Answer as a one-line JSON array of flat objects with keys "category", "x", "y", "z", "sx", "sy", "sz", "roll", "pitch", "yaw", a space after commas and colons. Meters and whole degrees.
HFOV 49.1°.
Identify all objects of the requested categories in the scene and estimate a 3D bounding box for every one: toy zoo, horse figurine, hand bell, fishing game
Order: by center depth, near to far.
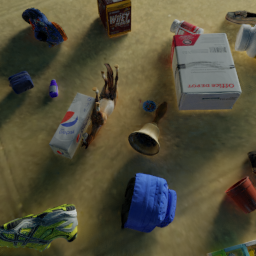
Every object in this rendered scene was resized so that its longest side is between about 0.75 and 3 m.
[{"category": "toy zoo", "x": 3.421, "y": 3.931, "z": 7.783, "sx": 2.090, "sy": 0.214, "sz": 1.371, "roll": -12, "pitch": 62, "yaw": -6}, {"category": "horse figurine", "x": -0.849, "y": -0.932, "z": 9.680, "sx": 0.742, "sy": 1.969, "sz": 2.971, "roll": 12, "pitch": 50, "yaw": 5}, {"category": "hand bell", "x": 0.963, "y": -0.178, "z": 9.738, "sx": 1.121, "sy": 1.121, "sz": 2.153, "roll": 23, "pitch": 52, "yaw": 12}, {"category": "fishing game", "x": 0.788, "y": -0.823, "z": 10.397, "sx": 0.760, "sy": 0.118, "sz": 0.544, "roll": 11, "pitch": 60, "yaw": 6}]

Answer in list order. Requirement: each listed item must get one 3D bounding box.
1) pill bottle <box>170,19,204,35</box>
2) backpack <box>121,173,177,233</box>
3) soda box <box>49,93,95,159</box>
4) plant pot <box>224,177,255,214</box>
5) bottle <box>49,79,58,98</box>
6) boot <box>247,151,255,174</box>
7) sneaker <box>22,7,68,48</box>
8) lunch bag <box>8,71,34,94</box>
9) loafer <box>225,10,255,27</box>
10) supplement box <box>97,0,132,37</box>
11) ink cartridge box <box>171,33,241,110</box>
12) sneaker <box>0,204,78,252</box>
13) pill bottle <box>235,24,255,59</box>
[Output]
[{"category": "pill bottle", "x": 2.451, "y": -4.052, "z": 11.784, "sx": 1.286, "sy": 0.722, "sz": 0.722, "roll": 32, "pitch": 66, "yaw": 16}, {"category": "backpack", "x": 0.599, "y": 2.071, "z": 7.876, "sx": 1.514, "sy": 1.804, "sz": 1.466, "roll": 6, "pitch": 61, "yaw": 3}, {"category": "soda box", "x": -1.839, "y": -0.103, "z": 9.648, "sx": 0.696, "sy": 0.749, "sz": 2.193, "roll": 18, "pitch": 64, "yaw": 10}, {"category": "plant pot", "x": 3.551, "y": 2.065, "z": 8.486, "sx": 0.865, "sy": 0.865, "sz": 0.841, "roll": -31, "pitch": 74, "yaw": -15}, {"category": "bottle", "x": -2.844, "y": -1.524, "z": 10.694, "sx": 0.314, "sy": 0.246, "sz": 0.752, "roll": -10, "pitch": 62, "yaw": -3}, {"category": "boot", "x": 4.490, "y": 1.131, "z": 9.203, "sx": 0.985, "sy": 0.360, "sz": 0.741, "roll": 0, "pitch": 61, "yaw": 4}, {"category": "sneaker", "x": -3.702, "y": -4.233, "z": 11.814, "sx": 2.423, "sy": 0.913, "sz": 0.950, "roll": 36, "pitch": 73, "yaw": 20}, {"category": "lunch bag", "x": -4.087, "y": -1.731, "z": 10.616, "sx": 0.853, "sy": 0.579, "sz": 0.564, "roll": -25, "pitch": 64, "yaw": -11}, {"category": "loafer", "x": 5.291, "y": -4.903, "z": 12.306, "sx": 1.887, "sy": 0.593, "sz": 0.678, "roll": 16, "pitch": 63, "yaw": 8}, {"category": "supplement box", "x": -0.597, "y": -5.031, "z": 11.841, "sx": 1.028, "sy": 1.527, "sz": 1.548, "roll": -19, "pitch": 63, "yaw": -10}, {"category": "ink cartridge box", "x": 2.774, "y": -2.094, "z": 10.454, "sx": 2.054, "sy": 1.179, "sz": 2.829, "roll": -1, "pitch": 62, "yaw": 0}, {"category": "sneaker", "x": -2.750, "y": 3.001, "z": 7.858, "sx": 2.760, "sy": 1.041, "sz": 1.054, "roll": -16, "pitch": 84, "yaw": 2}, {"category": "pill bottle", "x": 5.588, "y": -3.353, "z": 11.032, "sx": 2.406, "sy": 1.353, "sz": 1.353, "roll": 12, "pitch": 62, "yaw": 6}]
